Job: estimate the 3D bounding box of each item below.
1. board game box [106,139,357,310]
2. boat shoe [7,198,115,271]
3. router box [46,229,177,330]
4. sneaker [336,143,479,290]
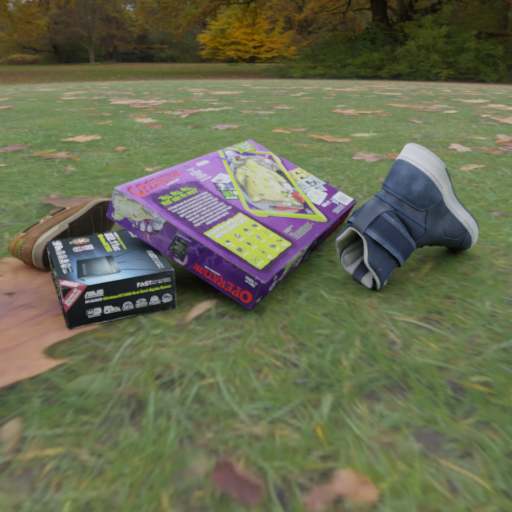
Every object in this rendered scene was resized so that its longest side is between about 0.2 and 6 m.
[{"bbox_3d":[-0.128,-0.968,11.174,3.067,0.825,5.110,36,32,11],"label":"board game box"},{"bbox_3d":[-3.838,-0.625,11.353,0.909,0.962,2.673,16,26,15],"label":"boat shoe"},{"bbox_3d":[-2.530,0.284,9.574,1.739,0.721,2.321,-10,24,-23],"label":"router box"},{"bbox_3d":[2.790,-0.279,10.380,1.241,2.358,3.263,37,1,43],"label":"sneaker"}]
